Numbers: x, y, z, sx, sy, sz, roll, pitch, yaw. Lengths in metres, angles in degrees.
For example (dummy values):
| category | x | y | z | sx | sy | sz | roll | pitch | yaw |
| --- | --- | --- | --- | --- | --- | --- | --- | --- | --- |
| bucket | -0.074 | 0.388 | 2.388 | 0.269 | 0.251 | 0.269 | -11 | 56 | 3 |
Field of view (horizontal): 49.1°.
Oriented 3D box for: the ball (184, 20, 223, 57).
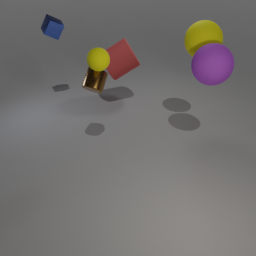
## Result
| category | x | y | z | sx | sy | sz | roll | pitch | yaw |
| --- | --- | --- | --- | --- | --- | --- | --- | --- | --- |
| ball | 2.823 | -3.291 | 10.480 | 1.400 | 1.400 | 1.400 | 0 | 31 | 0 |

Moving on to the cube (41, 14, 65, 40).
| category | x | y | z | sx | sy | sz | roll | pitch | yaw |
| --- | --- | --- | --- | --- | --- | --- | --- | --- | --- |
| cube | -3.301 | -4.408 | 12.235 | 0.700 | 0.700 | 0.700 | 13 | 31 | -38 |

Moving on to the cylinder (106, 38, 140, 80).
| category | x | y | z | sx | sy | sz | roll | pitch | yaw |
| --- | --- | --- | --- | --- | --- | --- | --- | --- | --- |
| cylinder | -0.380 | -3.155 | 12.911 | 1.400 | 1.400 | 1.400 | -30 | 32 | 8 |

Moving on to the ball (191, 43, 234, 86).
| category | x | y | z | sx | sy | sz | roll | pitch | yaw |
| --- | --- | --- | --- | --- | --- | --- | --- | --- | --- |
| ball | 2.862 | -2.148 | 9.505 | 1.400 | 1.400 | 1.400 | 0 | 31 | 0 |

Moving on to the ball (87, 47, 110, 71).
| category | x | y | z | sx | sy | sz | roll | pitch | yaw |
| --- | --- | --- | --- | --- | --- | --- | --- | --- | --- |
| ball | -0.903 | -2.082 | 8.508 | 0.700 | 0.700 | 0.700 | 0 | 31 | 0 |

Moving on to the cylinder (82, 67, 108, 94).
| category | x | y | z | sx | sy | sz | roll | pitch | yaw |
| --- | --- | --- | --- | --- | --- | --- | --- | --- | --- |
| cylinder | -1.094 | -1.585 | 9.313 | 0.700 | 0.700 | 0.700 | 17 | -4 | 1 |
